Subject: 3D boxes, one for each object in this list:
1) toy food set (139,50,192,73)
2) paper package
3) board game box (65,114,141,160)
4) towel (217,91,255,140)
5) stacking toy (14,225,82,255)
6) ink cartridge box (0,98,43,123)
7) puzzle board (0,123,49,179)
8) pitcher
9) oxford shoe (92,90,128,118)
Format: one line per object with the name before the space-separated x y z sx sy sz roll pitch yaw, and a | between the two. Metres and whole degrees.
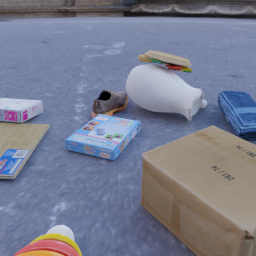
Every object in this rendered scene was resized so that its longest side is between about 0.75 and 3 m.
toy food set | 1.395 -2.364 9.927 1.770 0.431 1.752 -3 26 -39
paper package | 1.755 1.167 5.205 2.293 1.244 2.405 -18 31 -32
board game box | -0.654 0.187 8.158 1.479 0.358 1.955 11 28 20
towel | 3.697 -0.464 8.877 1.227 0.533 2.197 0 37 -3
stacking toy | -1.059 1.998 3.898 1.482 1.482 2.028 0 8 -1
ink cartridge box | -4.393 -0.660 9.526 2.504 0.525 1.494 7 18 9
puzzle board | -3.546 0.540 7.624 2.065 0.238 2.741 2 27 2
pitcher | 1.446 -1.263 10.058 2.641 1.601 2.266 25 14 23
oxford shoe | -0.562 -1.027 10.119 0.772 0.790 2.166 11 28 20
